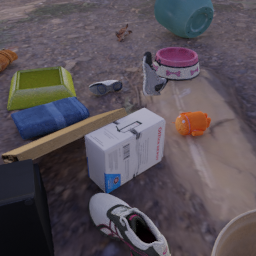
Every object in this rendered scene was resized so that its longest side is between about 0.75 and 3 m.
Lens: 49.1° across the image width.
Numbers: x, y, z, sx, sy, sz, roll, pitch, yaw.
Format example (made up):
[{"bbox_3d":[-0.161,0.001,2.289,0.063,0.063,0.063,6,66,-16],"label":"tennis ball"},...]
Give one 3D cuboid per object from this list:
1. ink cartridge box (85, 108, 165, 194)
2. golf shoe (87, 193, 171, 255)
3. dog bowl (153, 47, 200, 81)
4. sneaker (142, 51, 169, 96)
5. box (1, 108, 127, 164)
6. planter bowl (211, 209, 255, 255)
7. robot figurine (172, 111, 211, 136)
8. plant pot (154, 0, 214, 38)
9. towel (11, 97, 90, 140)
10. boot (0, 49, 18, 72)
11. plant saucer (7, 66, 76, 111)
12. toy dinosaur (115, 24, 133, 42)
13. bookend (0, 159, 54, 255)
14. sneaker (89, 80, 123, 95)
[{"bbox_3d":[-0.030,0.520,6.978,1.902,1.389,0.802,-26,43,-33],"label":"ink cartridge box"},{"bbox_3d":[0.002,1.836,5.543,0.866,0.989,2.244,-29,44,-33],"label":"golf shoe"},{"bbox_3d":[2.089,-2.860,12.178,2.119,0.781,2.119,0,36,0],"label":"dog bowl"},{"bbox_3d":[1.027,-1.925,10.066,0.932,1.614,0.606,7,21,23],"label":"sneaker"},{"bbox_3d":[-1.708,0.223,7.280,2.820,0.300,2.306,-25,8,-31],"label":"box"},{"bbox_3d":[2.271,2.633,3.820,2.495,1.679,2.495,0,36,0],"label":"planter bowl"},{"bbox_3d":[1.942,-0.135,8.522,1.136,0.817,0.662,-11,-6,-12],"label":"robot figurine"},{"bbox_3d":[3.270,-6.415,15.480,2.929,2.929,2.350,-17,54,-22],"label":"plant pot"},{"bbox_3d":[-2.423,-0.319,8.880,2.218,0.538,1.238,-19,40,-26],"label":"towel"},{"bbox_3d":[-6.397,-3.124,12.379,2.511,0.963,1.950,13,38,17],"label":"boot"},{"bbox_3d":[-3.323,-1.682,10.712,2.443,0.585,2.440,-9,37,-13],"label":"plant saucer"},{"bbox_3d":[-0.313,-5.403,15.919,0.983,0.622,1.450,-32,20,8],"label":"toy dinosaur"},{"bbox_3d":[-2.100,1.331,5.176,1.018,2.209,2.195,-11,38,-15],"label":"bookend"},{"bbox_3d":[-0.889,-1.581,10.778,1.322,0.493,0.576,-10,24,-24],"label":"sneaker"}]
